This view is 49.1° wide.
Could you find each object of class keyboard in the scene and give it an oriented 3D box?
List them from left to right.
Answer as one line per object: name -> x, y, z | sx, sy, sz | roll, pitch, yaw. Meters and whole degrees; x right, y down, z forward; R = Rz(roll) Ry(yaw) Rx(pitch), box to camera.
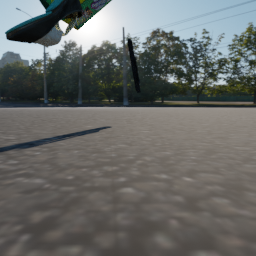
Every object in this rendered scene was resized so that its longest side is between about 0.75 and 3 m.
keyboard -> 0.255, -2.645, 12.170 | 0.240, 2.334, 1.483 | -13, 23, -1

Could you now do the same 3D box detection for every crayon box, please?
crayon box -> -0.992, -3.123, 6.255 | 1.472, 1.706, 0.497 | 40, -9, 35

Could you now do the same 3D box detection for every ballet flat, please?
ballet flat -> -1.237, -1.716, 4.604 | 0.569, 0.572, 1.674 | -2, 41, 39
